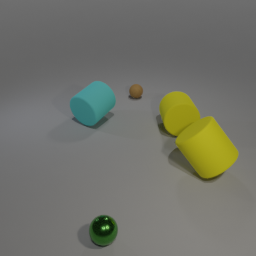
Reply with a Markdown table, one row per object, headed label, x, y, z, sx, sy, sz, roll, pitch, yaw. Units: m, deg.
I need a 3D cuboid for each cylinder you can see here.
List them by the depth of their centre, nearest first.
| label | x | y | z | sx | sy | sz | roll | pitch | yaw |
| --- | --- | --- | --- | --- | --- | --- | --- | --- | --- |
| cylinder | 2.430 | 0.589 | 8.708 | 1.400 | 1.400 | 1.400 | -38 | 6 | 5 |
| cylinder | 2.028 | -0.589 | 11.210 | 1.400 | 1.400 | 1.400 | -1 | 27 | -2 |
| cylinder | -1.456 | -1.033 | 11.691 | 1.400 | 1.400 | 1.400 | 18 | 45 | 28 |

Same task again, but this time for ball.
| label | x | y | z | sx | sy | sz | roll | pitch | yaw |
| --- | --- | --- | --- | --- | --- | --- | --- | --- | --- |
| ball | -0.589 | 2.453 | 6.743 | 0.700 | 0.700 | 0.700 | 0 | 30 | 0 |
| ball | 0.409 | -1.864 | 14.117 | 0.700 | 0.700 | 0.700 | 0 | 30 | 0 |
